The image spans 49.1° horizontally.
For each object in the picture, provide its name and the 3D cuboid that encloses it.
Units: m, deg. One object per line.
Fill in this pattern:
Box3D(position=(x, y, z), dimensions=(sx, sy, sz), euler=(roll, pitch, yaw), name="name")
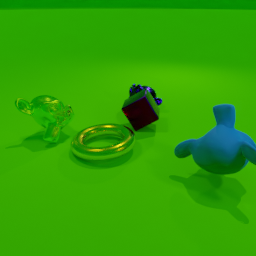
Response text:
Box3D(position=(1.938, 0.262, 5.900), dimensions=(1.913, 1.376, 1.153), euler=(0, 19, 45), name="monkey head")
Box3D(position=(-2.247, -0.251, 7.935), dimensions=(1.107, 1.322, 1.837), euler=(4, -14, 39), name="monkey head")
Box3D(position=(0.452, -0.988, 9.991), dimensions=(0.955, 1.140, 1.584), euler=(27, -3, -33), name="monkey head")
Box3D(position=(-0.650, 0.339, 7.397), dimensions=(1.726, 0.345, 1.726), euler=(-5, 25, 2), name="ring")
Box3D(position=(0.402, -0.566, 8.518), dimensions=(0.833, 0.833, 0.833), euler=(-27, 19, 18), name="cube")
